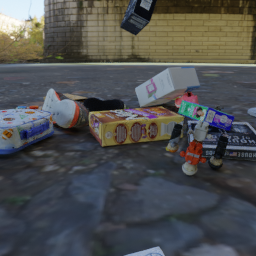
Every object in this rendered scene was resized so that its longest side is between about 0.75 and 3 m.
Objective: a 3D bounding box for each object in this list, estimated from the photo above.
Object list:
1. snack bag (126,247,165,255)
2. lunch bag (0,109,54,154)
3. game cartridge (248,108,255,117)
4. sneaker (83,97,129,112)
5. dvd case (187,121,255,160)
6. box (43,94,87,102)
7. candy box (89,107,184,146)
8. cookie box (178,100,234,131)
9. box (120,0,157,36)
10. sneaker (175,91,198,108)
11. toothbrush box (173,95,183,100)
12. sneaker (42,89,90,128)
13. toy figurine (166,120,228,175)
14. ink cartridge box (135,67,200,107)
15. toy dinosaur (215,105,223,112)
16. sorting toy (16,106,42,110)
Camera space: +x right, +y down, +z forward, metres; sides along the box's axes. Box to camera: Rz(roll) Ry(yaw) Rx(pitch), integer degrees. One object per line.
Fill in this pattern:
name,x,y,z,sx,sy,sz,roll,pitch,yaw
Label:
snack bag,0.132,1.709,2.942,0.983,0.112,1.043,-7,17,-20
lunch bag,-3.095,0.044,7.424,1.795,0.846,2.240,7,16,15
game cartridge,5.465,-0.605,10.649,1.499,0.311,0.998,-9,14,-27
sneaker,-0.874,-0.763,10.949,1.824,0.654,0.755,7,-9,22
dvd case,2.574,0.254,7.609,1.859,0.306,2.473,2,16,9
box,-3.019,-1.421,13.602,1.742,0.185,1.424,14,21,42
candy box,0.215,-0.103,8.165,2.446,0.691,1.427,-7,18,-19
cookie box,2.168,-0.368,7.884,1.016,0.446,1.188,15,7,-28
box,0.412,-4.304,10.287,0.746,1.249,1.270,23,-12,-19
sneaker,2.472,-1.145,11.535,0.680,0.800,1.844,-2,16,-12
toothbrush box,1.890,-1.774,13.932,1.550,0.667,1.129,-6,17,-16
sneaker,-2.058,-0.531,9.539,1.183,1.114,2.890,14,10,-36
toy figurine,1.453,0.412,5.971,1.086,0.756,1.069,-10,36,-24
ink cartridge box,1.604,-1.686,11.713,1.595,0.934,2.207,-12,-6,-37
toy dinosaur,3.486,-0.675,10.975,0.416,0.313,0.814,-1,17,41
sorting toy,-3.774,-0.749,11.208,1.500,0.221,1.108,-3,16,-9
